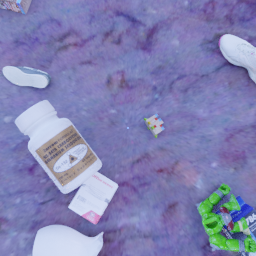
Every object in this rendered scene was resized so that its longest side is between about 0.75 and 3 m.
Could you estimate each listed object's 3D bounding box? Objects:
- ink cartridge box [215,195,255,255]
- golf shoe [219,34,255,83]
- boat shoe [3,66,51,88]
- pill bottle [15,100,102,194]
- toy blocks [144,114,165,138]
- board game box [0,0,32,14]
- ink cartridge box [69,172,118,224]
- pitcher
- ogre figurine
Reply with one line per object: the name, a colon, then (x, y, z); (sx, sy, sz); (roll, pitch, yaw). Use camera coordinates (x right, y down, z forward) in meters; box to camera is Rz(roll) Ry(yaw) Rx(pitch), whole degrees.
ink cartridge box: (3.740, 3.310, 8.508); (1.142, 0.450, 2.296); (-35, 79, -7)
golf shoe: (4.214, -2.441, 9.463); (2.516, 1.151, 0.947); (43, 81, 10)
boat shoe: (-3.483, -1.812, 9.718); (1.719, 0.626, 0.531); (14, 34, 10)
pill bottle: (-1.870, 0.468, 7.481); (1.318, 1.318, 2.305); (-37, 94, -8)
toy blocks: (0.941, -0.119, 9.359); (0.523, 0.382, 0.764); (-31, 79, -18)
board game box: (-4.288, -4.950, 10.274); (1.329, 0.643, 1.059); (16, 78, 4)
ink cartridge box: (-1.039, 2.117, 8.706); (0.990, 0.559, 1.351); (30, 79, 7)
pitcher: (-1.764, 3.703, 8.154); (1.877, 1.138, 1.610); (9, 92, -5)
ogre figurine: (2.805, 2.727, 8.314); (1.210, 0.991, 2.019); (-18, 71, 6)
